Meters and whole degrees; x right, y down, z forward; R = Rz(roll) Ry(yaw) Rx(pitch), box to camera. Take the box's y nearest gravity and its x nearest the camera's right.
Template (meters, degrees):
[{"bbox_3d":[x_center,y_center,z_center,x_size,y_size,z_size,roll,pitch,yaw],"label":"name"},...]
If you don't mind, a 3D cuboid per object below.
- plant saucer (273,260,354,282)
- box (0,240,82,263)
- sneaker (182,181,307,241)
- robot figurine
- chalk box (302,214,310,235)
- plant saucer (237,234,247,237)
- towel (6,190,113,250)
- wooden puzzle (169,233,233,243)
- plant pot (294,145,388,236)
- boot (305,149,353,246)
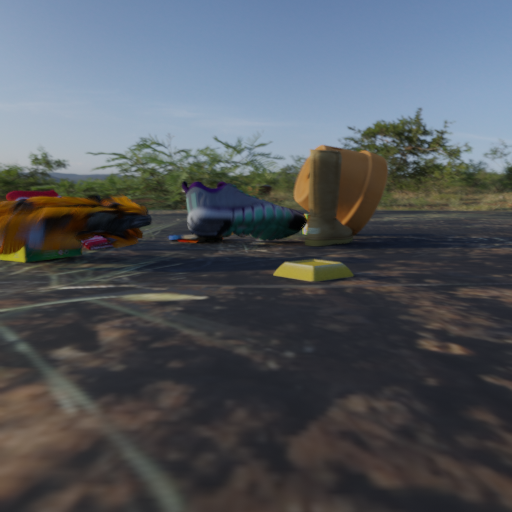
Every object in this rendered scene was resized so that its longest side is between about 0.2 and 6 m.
[{"bbox_3d":[0.830,0.195,8.131,0.857,0.208,0.857,-5,7,-39],"label":"plant saucer"},{"bbox_3d":[-4.466,-0.226,10.728,2.095,0.507,1.229,2,7,36],"label":"box"},{"bbox_3d":[-0.209,-1.247,13.652,3.238,1.417,1.205,2,-31,-34],"label":"sneaker"},{"bbox_3d":[-3.223,-0.596,9.905,2.670,0.777,1.936,-4,20,-30],"label":"robot figurine"},{"bbox_3d":[1.757,-0.953,16.961,0.643,0.639,1.030,0,6,-6],"label":"chalk box"},{"bbox_3d":[-0.551,-0.907,14.385,0.244,0.974,0.974,-21,-5,29],"label":"plant saucer"},{"bbox_3d":[-4.298,-0.864,12.899,2.400,0.270,1.735,30,14,11],"label":"towel"},{"bbox_3d":[-1.417,-0.462,14.327,1.954,0.228,1.318,-6,3,-36],"label":"wooden puzzle"},{"bbox_3d":[2.093,-1.841,14.799,1.665,2.378,2.378,21,1,-15],"label":"plant pot"},{"bbox_3d":[1.841,-1.390,13.433,0.732,2.213,1.938,7,10,30],"label":"boot"}]
